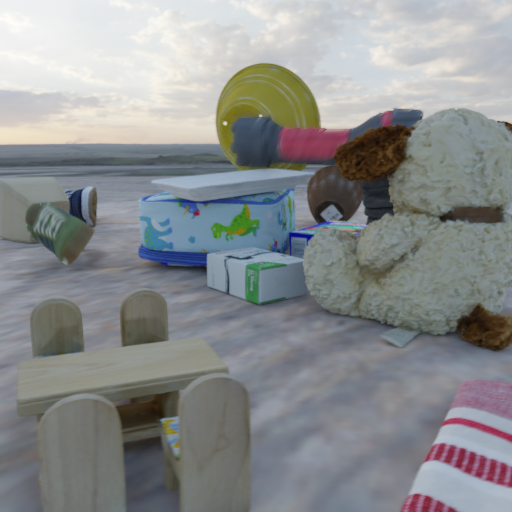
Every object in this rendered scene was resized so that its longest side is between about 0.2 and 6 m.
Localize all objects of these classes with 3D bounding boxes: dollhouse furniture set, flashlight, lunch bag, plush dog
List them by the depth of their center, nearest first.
[{"bbox_3d":[-1.299,0.585,3.411,2.175,1.445,1.906,-5,12,-21],"label":"dollhouse furniture set"},{"bbox_3d":[2.028,-0.401,6.049,2.695,2.314,2.162,-3,12,-14],"label":"plush dog"},{"bbox_3d":[0.885,-1.507,7.243,2.409,0.816,0.819,5,17,14],"label":"flashlight"},{"bbox_3d":[-0.605,-0.623,9.783,2.457,1.260,3.056,3,12,9],"label":"lunch bag"}]

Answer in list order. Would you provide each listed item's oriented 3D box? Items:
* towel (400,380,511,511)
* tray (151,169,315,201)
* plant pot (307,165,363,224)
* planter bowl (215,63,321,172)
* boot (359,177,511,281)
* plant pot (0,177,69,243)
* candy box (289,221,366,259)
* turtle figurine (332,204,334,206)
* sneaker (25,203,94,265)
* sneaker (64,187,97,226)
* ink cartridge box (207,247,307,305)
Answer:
[{"bbox_3d":[1.736,1.302,2.875,1.756,0.277,2.438,6,13,29],"label":"towel"},{"bbox_3d":[-0.321,-1.092,8.511,2.264,0.251,1.216,-12,19,-35],"label":"tray"},{"bbox_3d":[1.808,-1.248,13.200,1.398,1.398,1.496,2,27,11],"label":"plant pot"},{"bbox_3d":[-0.004,-2.161,9.470,2.047,2.047,0.852,6,22,25],"label":"planter bowl"},{"bbox_3d":[2.713,-0.510,7.888,2.719,1.790,0.949,-4,13,-19],"label":"boot"},{"bbox_3d":[-4.466,-0.868,11.452,1.086,1.227,1.225,25,25,39],"label":"plant pot"},{"bbox_3d":[1.484,-0.200,9.399,1.295,0.590,1.532,6,12,33],"label":"candy box"},{"bbox_3d":[1.923,-1.510,15.876,1.170,0.589,0.876,13,23,-14],"label":"turtle figurine"},{"bbox_3d":[-3.193,-0.410,8.765,0.931,0.695,2.073,37,-11,-22],"label":"sneaker"},{"bbox_3d":[-4.558,-1.212,13.461,1.414,0.913,2.606,2,4,-16],"label":"sneaker"},{"bbox_3d":[-0.006,0.237,7.496,0.862,0.488,1.176,-9,15,-39],"label":"ink cartridge box"}]
